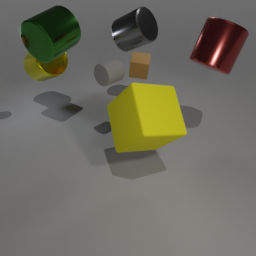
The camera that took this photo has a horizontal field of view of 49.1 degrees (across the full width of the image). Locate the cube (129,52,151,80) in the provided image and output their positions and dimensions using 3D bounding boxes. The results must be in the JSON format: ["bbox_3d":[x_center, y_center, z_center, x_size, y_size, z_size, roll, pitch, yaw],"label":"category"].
[{"bbox_3d":[0.443,-2.344,10.528,0.700,0.700,0.700,9,48,2],"label":"cube"}]

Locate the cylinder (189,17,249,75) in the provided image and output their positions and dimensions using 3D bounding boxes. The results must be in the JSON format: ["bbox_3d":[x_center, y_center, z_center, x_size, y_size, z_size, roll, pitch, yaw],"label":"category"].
[{"bbox_3d":[2.900,-2.616,9.010,1.400,1.400,1.400,21,15,-6],"label":"cylinder"}]

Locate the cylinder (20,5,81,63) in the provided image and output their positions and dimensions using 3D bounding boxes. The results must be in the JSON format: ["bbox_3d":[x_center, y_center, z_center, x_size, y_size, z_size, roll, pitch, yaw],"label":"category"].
[{"bbox_3d":[-2.505,-3.072,9.161,1.400,1.400,1.400,18,47,28],"label":"cylinder"}]

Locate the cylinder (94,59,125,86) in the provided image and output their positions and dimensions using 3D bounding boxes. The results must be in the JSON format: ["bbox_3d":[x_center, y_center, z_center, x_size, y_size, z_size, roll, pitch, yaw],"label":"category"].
[{"bbox_3d":[-0.577,-1.721,8.697,0.700,0.700,0.700,25,39,36],"label":"cylinder"}]

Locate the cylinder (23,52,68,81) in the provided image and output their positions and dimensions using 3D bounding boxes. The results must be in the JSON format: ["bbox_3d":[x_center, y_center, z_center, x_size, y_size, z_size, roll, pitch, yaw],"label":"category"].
[{"bbox_3d":[-3.455,-2.761,11.752,1.400,1.400,1.400,-26,15,-37],"label":"cylinder"}]

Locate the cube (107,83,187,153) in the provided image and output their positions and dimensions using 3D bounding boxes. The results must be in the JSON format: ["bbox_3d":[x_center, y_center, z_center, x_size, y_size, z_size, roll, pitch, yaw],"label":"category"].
[{"bbox_3d":[0.459,-0.236,7.490,1.400,1.400,1.400,-1,70,-33],"label":"cube"}]

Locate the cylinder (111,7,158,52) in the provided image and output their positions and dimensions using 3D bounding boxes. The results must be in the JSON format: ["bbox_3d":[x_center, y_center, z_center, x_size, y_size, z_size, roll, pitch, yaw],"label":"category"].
[{"bbox_3d":[0.278,-4.002,11.459,1.400,1.400,1.400,-9,18,42],"label":"cylinder"}]
